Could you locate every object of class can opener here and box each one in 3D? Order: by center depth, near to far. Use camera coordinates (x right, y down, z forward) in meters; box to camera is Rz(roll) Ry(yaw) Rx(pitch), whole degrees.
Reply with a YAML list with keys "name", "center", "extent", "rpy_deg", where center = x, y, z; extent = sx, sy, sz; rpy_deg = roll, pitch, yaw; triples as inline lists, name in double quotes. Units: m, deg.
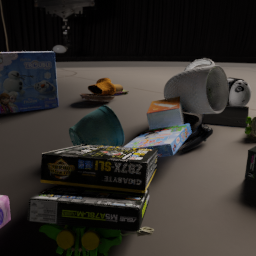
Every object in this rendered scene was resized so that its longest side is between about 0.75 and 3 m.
- name: "can opener"
  center: [2.168, 0.344, 8.944]
  extent: [0.547, 0.678, 1.726]
  rpy_deg: [35, 39, 24]

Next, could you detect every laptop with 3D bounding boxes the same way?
- name: "laptop"
  center: [4.169, -0.407, 12.015]
  extent: [1.765, 1.092, 1.885]
  rpy_deg: [7, -10, 20]

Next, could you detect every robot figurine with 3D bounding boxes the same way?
- name: "robot figurine"
  center: [4.858, -1.750, 13.952]
  extent: [1.490, 1.794, 2.388]
  rpy_deg: [9, 6, -46]

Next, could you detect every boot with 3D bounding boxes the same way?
- name: "boot"
  center: [-1.679, -2.461, 16.527]
  extent: [1.785, 0.877, 2.493]
  rpy_deg: [-11, 23, -41]

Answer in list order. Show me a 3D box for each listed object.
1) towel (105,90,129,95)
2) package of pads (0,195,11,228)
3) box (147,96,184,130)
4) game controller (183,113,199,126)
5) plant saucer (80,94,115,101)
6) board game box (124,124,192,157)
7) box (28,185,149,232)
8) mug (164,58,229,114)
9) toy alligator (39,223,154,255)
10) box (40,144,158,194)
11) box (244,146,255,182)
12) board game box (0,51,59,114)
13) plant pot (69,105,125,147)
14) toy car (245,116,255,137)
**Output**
- name: "towel"
  center: [-1.087, -2.277, 17.918]
  extent: [1.943, 0.221, 1.396]
  rpy_deg: [-10, 19, -31]
- name: "package of pads"
  center: [-2.414, 1.570, 4.812]
  extent: [0.324, 0.515, 0.855]
  rpy_deg: [5, 17, 18]
- name: "box"
  center: [1.419, -0.452, 10.330]
  extent: [1.160, 0.909, 1.865]
  rpy_deg: [-9, 17, 13]
- name: "game controller"
  center: [1.974, -0.416, 11.727]
  extent: [1.013, 0.409, 1.941]
  rpy_deg: [-31, 32, -33]
- name: "plant saucer"
  center: [-1.692, -1.685, 15.468]
  extent: [1.961, 0.314, 1.961]
  rpy_deg: [3, 10, 0]
- name: "board game box"
  center: [0.884, 0.389, 8.311]
  extent: [1.541, 0.373, 2.038]
  rpy_deg: [-9, 12, 28]
- name: "box"
  center: [-0.567, 1.318, 5.064]
  extent: [1.797, 0.427, 1.735]
  rpy_deg: [3, -2, 8]
- name: "mug"
  center: [2.813, -1.812, 11.722]
  extent: [2.236, 2.550, 1.883]
  rpy_deg: [2, -25, 45]
- name: "toy alligator"
  center: [-0.486, 1.755, 4.309]
  extent: [1.761, 0.478, 0.522]
  rpy_deg: [3, -2, 0]
- name: "box"
  center: [-0.433, 0.781, 6.179]
  extent: [2.005, 0.620, 2.511]
  rpy_deg: [5, 2, 10]
- name: "box"
  center: [3.548, 0.913, 6.527]
  extent: [0.926, 0.775, 1.247]
  rpy_deg: [-15, 23, -40]
- name: "board game box"
  center: [-4.805, -2.212, 13.347]
  extent: [2.764, 2.750, 0.599]
  rpy_deg: [-10, 20, -29]
- name: "plant pot"
  center: [-0.985, 0.181, 8.254]
  extent: [1.266, 1.347, 1.347]
  rpy_deg: [-26, 27, -25]
- name: "toy car"
  center: [4.572, 0.011, 10.084]
  extent: [0.765, 0.735, 0.932]
  rpy_deg: [7, -11, 11]
